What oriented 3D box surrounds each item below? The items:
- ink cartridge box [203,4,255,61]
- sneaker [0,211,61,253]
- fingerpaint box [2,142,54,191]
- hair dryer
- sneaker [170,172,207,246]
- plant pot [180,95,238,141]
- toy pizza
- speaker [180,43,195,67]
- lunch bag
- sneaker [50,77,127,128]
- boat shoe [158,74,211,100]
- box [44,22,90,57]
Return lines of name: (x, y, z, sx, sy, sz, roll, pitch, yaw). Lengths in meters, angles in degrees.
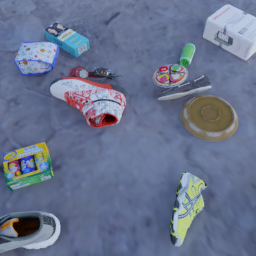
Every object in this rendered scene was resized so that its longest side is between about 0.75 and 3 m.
ink cartridge box: (4.125, -3.674, 10.652, 2.001, 0.841, 1.456, 39, 64, 24)
sneaker: (-2.952, 2.403, 6.361, 2.659, 1.054, 0.983, -13, 58, -7)
fingerpaint box: (-2.733, 1.033, 7.668, 1.183, 0.434, 0.987, -16, 57, -11)
hair dryer: (-1.238, -1.718, 9.390, 1.882, 1.433, 0.511, 10, 92, 19)
sneaker: (1.482, 1.962, 6.872, 0.717, 0.707, 1.876, 15, 58, 11)
plant pot: (2.563, -0.400, 8.774, 1.804, 0.248, 1.804, 0, 56, 0)
toy pizza: (1.357, -1.738, 9.056, 1.140, 0.181, 1.140, -9, 48, 10)
speaker: (2.176, -2.675, 10.242, 0.418, 0.418, 0.946, 17, 57, 11)
lunch bag: (-3.120, -2.454, 9.853, 1.311, 0.812, 1.114, -4, 55, 7)
sneaker: (-1.347, -0.772, 8.658, 2.516, 0.840, 1.349, 8, 53, 2)
boat shoe: (1.787, -1.313, 9.065, 1.785, 0.597, 0.509, -14, 84, -4)
box: (-2.344, -3.411, 10.728, 1.746, 0.429, 0.719, 34, 62, 21)
